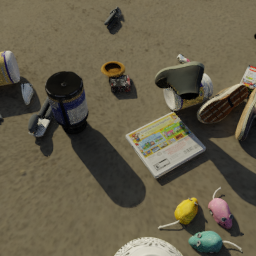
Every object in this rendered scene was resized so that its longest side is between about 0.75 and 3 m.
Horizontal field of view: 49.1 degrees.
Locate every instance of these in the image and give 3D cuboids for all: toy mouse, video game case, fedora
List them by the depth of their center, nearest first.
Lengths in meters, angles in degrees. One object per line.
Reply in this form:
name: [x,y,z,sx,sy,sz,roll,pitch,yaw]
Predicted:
toy mouse: [2.657,3.018,8.844,2.556,0.495,2.272,-38,62,-25]
video game case: [1.428,0.578,10.822,2.323,0.266,2.114,-26,58,-17]
fedora: [-0.680,-2.624,13.066,1.185,0.483,1.185,-2,51,2]

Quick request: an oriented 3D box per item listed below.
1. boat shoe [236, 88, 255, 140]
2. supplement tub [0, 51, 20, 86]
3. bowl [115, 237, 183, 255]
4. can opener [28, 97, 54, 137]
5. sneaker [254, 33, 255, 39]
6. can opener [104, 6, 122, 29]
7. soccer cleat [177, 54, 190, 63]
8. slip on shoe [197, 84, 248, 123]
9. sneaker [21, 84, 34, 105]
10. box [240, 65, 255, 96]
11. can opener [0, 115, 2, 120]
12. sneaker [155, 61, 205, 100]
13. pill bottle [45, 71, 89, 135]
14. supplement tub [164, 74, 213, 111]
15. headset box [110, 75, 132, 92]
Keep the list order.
boat shoe: [5.087,-0.544,11.216,0.882,0.979,2.721,26,58,14]
supplement tub: [-5.980,-2.555,12.413,1.971,1.433,1.433,-12,54,-9]
bowl: [0.625,4.141,7.570,2.581,1.211,2.581,0,54,0]
can opener: [-3.399,-0.633,11.405,0.603,0.756,2.262,10,54,7]
sneaker: [7.134,-4.232,14.171,1.066,0.745,2.144,-14,50,-5]
can opener: [-0.907,-6.223,15.864,0.617,0.492,1.846,-4,46,39]
soccer cleat: [2.731,-3.302,13.747,0.342,0.277,0.793,-42,64,-2]
slip on shoe: [3.842,-1.043,11.747,2.597,0.987,0.787,-36,21,-14]
sneaker: [-4.389,-1.523,12.295,0.486,0.461,1.207,-8,55,-17]
box: [6.453,-1.744,12.404,2.783,0.483,1.532,24,57,17]
can opener: [-5.651,-0.581,11.745,0.958,0.256,0.320,34,28,23]
sneaker: [1.704,-1.549,10.172,0.840,2.247,1.194,21,72,-31]
pill bottle: [-2.202,-0.842,10.539,1.335,2.388,1.335,0,53,0]
supplement tub: [2.521,-1.539,11.758,1.746,1.270,1.270,-19,55,-13]
headset box: [-0.306,-2.022,12.682,0.971,0.375,0.723,-4,53,-4]
